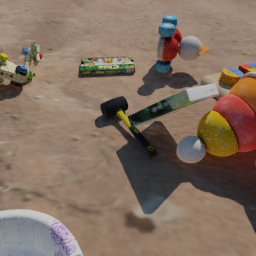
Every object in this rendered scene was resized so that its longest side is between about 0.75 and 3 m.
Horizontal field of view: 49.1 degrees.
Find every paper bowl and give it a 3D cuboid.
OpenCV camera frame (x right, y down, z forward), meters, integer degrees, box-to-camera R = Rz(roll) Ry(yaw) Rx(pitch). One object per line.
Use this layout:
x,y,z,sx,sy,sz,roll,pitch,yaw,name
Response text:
-1.839,2.635,4.123,2.560,1.331,2.560,0,40,0,paper bowl

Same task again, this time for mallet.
-0.050,-0.027,8.017,0.824,0.515,2.503,-17,47,-15,mallet

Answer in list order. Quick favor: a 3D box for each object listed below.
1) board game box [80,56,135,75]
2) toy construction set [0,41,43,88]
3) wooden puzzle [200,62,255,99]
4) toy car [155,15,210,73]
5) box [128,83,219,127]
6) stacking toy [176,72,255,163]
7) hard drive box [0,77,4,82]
-0.804,-2.477,11.063,2.100,0.246,1.100,-4,42,-4,board game box
-4.457,-2.417,9.895,2.911,1.341,1.908,-2,39,-31,toy construction set
4.306,-1.510,9.599,2.711,0.628,2.511,-19,44,-21,wooden puzzle
2.111,-3.107,10.627,1.907,1.758,1.687,10,41,10,toy car
1.160,-0.583,7.357,1.453,2.013,0.366,-17,84,-44,box
2.491,0.012,7.216,2.844,2.078,2.078,-26,44,-4,stacking toy
-5.562,-2.007,10.196,1.611,0.619,1.255,-23,46,-26,hard drive box
